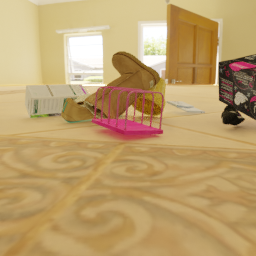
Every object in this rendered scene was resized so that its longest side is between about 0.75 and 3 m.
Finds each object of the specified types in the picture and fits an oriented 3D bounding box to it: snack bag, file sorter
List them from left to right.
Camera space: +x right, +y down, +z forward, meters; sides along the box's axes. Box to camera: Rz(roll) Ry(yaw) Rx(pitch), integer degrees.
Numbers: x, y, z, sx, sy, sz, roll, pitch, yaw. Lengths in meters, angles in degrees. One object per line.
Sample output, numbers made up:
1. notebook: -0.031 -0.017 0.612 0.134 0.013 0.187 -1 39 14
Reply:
1. file sorter: -0.017 -0.511 7.376 1.189 1.073 1.711 -1 11 -34
2. snack bag: 2.336 -0.863 11.349 1.161 0.132 1.232 -1 23 -40

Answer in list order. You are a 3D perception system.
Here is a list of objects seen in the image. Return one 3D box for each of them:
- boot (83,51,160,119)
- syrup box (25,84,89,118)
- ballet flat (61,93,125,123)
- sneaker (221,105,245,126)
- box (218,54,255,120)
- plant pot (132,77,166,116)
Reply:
1. boot: -0.488 -1.470 9.402 2.234 0.844 2.551 32 59 32
2. syrup box: -2.665 -1.059 10.614 2.216 0.872 0.902 -6 42 -31
3. ballet flat: -1.020 -0.776 9.756 0.945 0.868 2.755 34 31 32
4. sneaker: 2.940 -0.425 8.198 0.481 0.556 1.271 -39 -29 25
5. box: 4.149 -1.278 8.626 1.656 1.438 2.507 -14 26 -10
6. plant pot: 0.846 -1.244 10.288 1.244 1.171 1.244 17 -23 8
